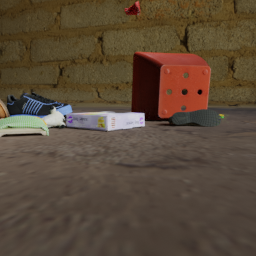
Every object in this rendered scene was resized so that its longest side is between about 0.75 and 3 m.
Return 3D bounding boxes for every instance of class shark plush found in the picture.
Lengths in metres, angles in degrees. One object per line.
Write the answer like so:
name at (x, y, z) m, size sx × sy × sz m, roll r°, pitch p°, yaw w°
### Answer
shark plush at (-2.321, -0.263, 8.541) m, size 0.665 × 0.725 × 1.595 m, roll -31°, pitch 12°, yaw -1°

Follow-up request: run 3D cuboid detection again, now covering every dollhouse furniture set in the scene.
dollhouse furniture set at (-3.376, -0.407, 6.504) m, size 2.973 × 1.148 × 1.486 m, roll -2°, pitch 6°, yaw -22°

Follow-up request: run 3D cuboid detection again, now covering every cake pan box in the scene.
cake pan box at (-0.625, -0.231, 8.363) m, size 1.658 × 0.471 × 1.800 m, roll 7°, pitch 9°, yaw 39°

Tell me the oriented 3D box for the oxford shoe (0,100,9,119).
oxford shoe at (-5.475, -0.553, 10.450) m, size 2.933 × 1.046 × 1.045 m, roll 1°, pitch 29°, yaw 38°

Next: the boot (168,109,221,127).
boot at (2.149, -0.325, 9.215) m, size 1.597 × 0.541 × 1.043 m, roll 2°, pitch 0°, yaw 5°

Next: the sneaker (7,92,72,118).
sneaker at (-3.637, -0.926, 11.309) m, size 2.744 × 1.069 × 0.962 m, roll -4°, pitch 12°, yaw 9°

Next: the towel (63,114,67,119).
towel at (-1.719, -0.426, 11.542) m, size 1.763 × 0.270 × 2.311 m, roll -4°, pitch 5°, yaw -35°

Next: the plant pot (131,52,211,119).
plant pot at (1.884, -1.666, 11.837) m, size 2.981 × 2.978 × 2.627 m, roll -1°, pitch 14°, yaw -11°

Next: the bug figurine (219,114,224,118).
bug figurine at (4.070, -0.556, 13.038) m, size 0.670 × 0.222 × 0.864 m, roll 12°, pitch 8°, yaw 38°

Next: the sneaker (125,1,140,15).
sneaker at (0.164, -4.533, 10.778) m, size 0.582 × 0.395 × 1.008 m, roll -8°, pitch 1°, yaw 3°
